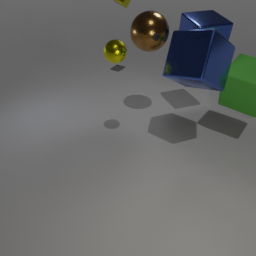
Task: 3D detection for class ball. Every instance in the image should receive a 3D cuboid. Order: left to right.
[{"bbox_3d":[-0.380,-2.280,8.355,0.700,0.700,0.700,0,32,0],"label":"ball"},{"bbox_3d":[0.774,-3.457,10.051,1.400,1.400,1.400,0,32,0],"label":"ball"}]

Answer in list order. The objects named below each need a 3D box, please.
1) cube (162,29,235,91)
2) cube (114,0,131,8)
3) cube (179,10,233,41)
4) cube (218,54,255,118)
[{"bbox_3d":[2.117,-2.002,8.383,1.400,1.400,1.400,17,4,44],"label":"cube"},{"bbox_3d":[-0.274,-6.318,13.439,0.700,0.700,0.700,33,12,10],"label":"cube"},{"bbox_3d":[2.841,-3.494,10.625,1.400,1.400,1.400,-12,44,-16],"label":"cube"},{"bbox_3d":[4.162,-1.493,9.732,1.400,1.400,1.400,27,56,30],"label":"cube"}]
